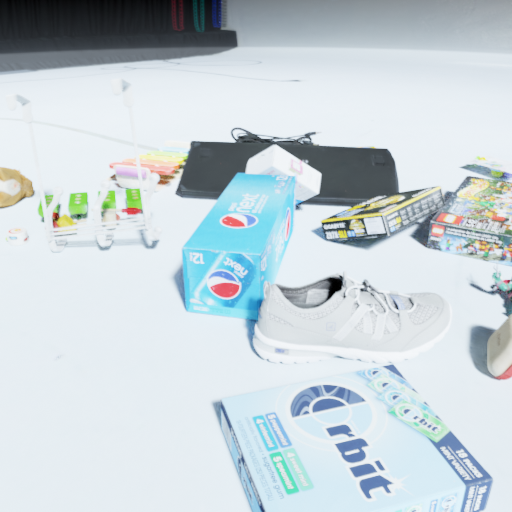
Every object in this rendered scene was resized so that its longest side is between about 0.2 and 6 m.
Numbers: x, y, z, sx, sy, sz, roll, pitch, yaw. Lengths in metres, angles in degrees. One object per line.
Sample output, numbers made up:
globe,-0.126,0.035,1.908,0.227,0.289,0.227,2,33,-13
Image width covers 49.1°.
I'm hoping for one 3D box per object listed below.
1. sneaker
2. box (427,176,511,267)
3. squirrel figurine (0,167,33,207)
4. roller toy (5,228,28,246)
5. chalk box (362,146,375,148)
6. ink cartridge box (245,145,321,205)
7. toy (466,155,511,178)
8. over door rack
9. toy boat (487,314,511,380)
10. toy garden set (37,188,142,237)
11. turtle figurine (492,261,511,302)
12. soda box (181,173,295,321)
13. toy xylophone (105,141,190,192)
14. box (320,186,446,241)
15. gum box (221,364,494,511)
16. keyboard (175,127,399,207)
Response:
sneaker,1.471,0.814,8.143,3.023,1.240,1.130,-6,27,-11
box,5.352,-0.815,12.136,2.350,0.649,3.441,14,30,27
squirrel figurine,-6.341,-1.733,13.999,1.243,0.942,1.331,3,10,29
roller toy,-4.987,-0.415,11.712,0.444,0.311,0.405,-20,33,-35
chalk box,3.014,-2.772,16.163,1.008,0.629,0.625,-6,26,-10
ink cartridge box,0.587,-1.757,12.550,1.403,0.594,1.014,27,-31,-30
toy,6.842,-2.439,15.758,0.938,0.385,1.630,-16,32,-25
over door rack,-3.189,-1.732,10.938,2.301,3.115,1.038,-7,17,9
toy boat,3.732,1.336,7.845,0.745,0.743,1.139,32,33,6
toy garden set,-3.688,-0.954,12.701,2.340,0.467,1.950,-6,25,-13
turtle figurine,4.486,0.561,9.406,0.907,0.610,1.211,-10,40,14
soda box,-0.160,-0.379,10.563,1.321,1.250,3.895,5,26,10
toy xylophone,-2.943,-2.484,15.436,2.147,0.737,2.933,5,26,12
box,2.662,-0.884,11.763,2.110,0.521,1.685,-24,11,-37
gum box,0.980,2.168,6.214,2.333,0.520,1.982,-8,27,-16
keyboard,0.887,-2.139,14.983,5.642,1.118,2.937,5,50,7
